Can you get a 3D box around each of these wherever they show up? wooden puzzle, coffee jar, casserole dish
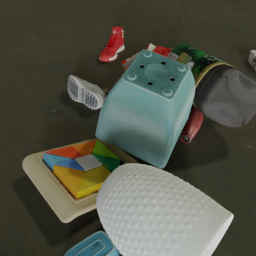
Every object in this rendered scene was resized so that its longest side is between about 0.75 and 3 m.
[{"bbox_3d":[-0.823,0.811,5.695,2.035,0.379,1.883,-18,40,-37],"label":"wooden puzzle"},{"bbox_3d":[2.051,-1.195,7.264,1.542,1.262,2.958,24,20,-24],"label":"coffee jar"},{"bbox_3d":[-0.600,2.012,4.473,0.989,0.192,0.599,-24,43,-30],"label":"casserole dish"}]

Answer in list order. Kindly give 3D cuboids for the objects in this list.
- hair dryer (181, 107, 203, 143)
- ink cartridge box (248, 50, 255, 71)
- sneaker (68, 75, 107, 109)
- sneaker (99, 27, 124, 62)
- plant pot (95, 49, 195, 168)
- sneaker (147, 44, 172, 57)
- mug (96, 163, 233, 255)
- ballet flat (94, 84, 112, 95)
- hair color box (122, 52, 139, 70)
[{"bbox_3d":[1.219,-0.191,7.287,1.454,0.519,1.909,-23,33,-8],"label":"hair dryer"},{"bbox_3d":[4.916,-2.323,9.998,0.767,0.442,1.325,1,37,2],"label":"ink cartridge box"},{"bbox_3d":[-1.189,-1.047,8.318,0.700,0.638,1.707,-14,42,-43],"label":"sneaker"},{"bbox_3d":[-0.650,-3.322,10.828,0.699,1.031,1.785,10,38,12],"label":"sneaker"},{"bbox_3d":[0.440,-0.545,5.807,1.707,1.739,1.702,25,57,11],"label":"plant pot"},{"bbox_3d":[1.284,-2.091,9.202,1.597,1.083,2.764,5,39,9],"label":"sneaker"},{"bbox_3d":[0.561,1.334,4.383,1.713,1.442,1.954,33,23,29],"label":"mug"},{"bbox_3d":[-0.720,-1.102,8.524,0.995,0.335,0.231,18,59,25],"label":"ballet flat"},{"bbox_3d":[0.423,-1.443,7.893,0.696,1.254,0.401,-28,24,9],"label":"hair color box"}]
